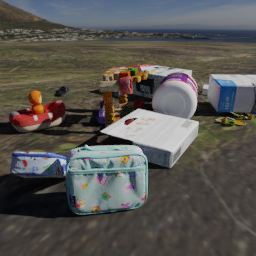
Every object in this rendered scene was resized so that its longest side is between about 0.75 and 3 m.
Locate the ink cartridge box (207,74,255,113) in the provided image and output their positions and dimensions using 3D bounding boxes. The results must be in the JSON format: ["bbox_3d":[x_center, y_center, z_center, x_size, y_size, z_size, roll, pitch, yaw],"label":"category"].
[{"bbox_3d":[4.739,-1.414,11.151,2.708,1.163,1.983,3,22,4],"label":"ink cartridge box"}]

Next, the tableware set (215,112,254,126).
[{"bbox_3d":[3.901,-0.343,10.049,1.382,0.212,0.931,-9,23,-23],"label":"tableware set"}]

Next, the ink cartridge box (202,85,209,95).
[{"bbox_3d":[3.980,-1.869,13.758,0.586,0.339,0.803,7,23,18],"label":"ink cartridge box"}]

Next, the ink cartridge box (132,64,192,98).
[{"bbox_3d":[1.376,-2.277,13.635,2.846,1.178,2.074,18,27,38],"label":"ink cartridge box"}]

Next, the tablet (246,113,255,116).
[{"bbox_3d":[4.947,-0.758,11.240,1.036,0.109,1.592,-3,22,-7],"label":"tablet"}]

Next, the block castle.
[{"bbox_3d":[0.055,-1.102,9.725,1.339,1.907,2.854,-2,20,11],"label":"block castle"}]

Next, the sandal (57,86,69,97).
[{"bbox_3d":[-3.186,-1.861,13.805,0.513,0.289,1.350,-3,22,-9],"label":"sandal"}]

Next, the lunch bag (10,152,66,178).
[{"bbox_3d":[-1.732,0.800,5.966,1.127,0.532,1.407,0,-10,6],"label":"lunch bag"}]

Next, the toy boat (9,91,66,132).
[{"bbox_3d":[-3.045,-0.658,9.456,1.862,1.217,1.215,-15,26,-33],"label":"toy boat"}]

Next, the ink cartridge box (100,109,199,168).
[{"bbox_3d":[0.702,0.173,8.179,2.109,0.529,2.430,13,25,26],"label":"ink cartridge box"}]

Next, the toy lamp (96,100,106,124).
[{"bbox_3d":[-0.894,-0.589,10.290,0.525,0.525,1.803,-1,21,-2],"label":"toy lamp"}]

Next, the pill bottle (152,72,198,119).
[{"bbox_3d":[1.837,-1.245,10.535,1.523,1.523,2.709,5,22,13],"label":"pill bottle"}]

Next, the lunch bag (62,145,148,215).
[{"bbox_3d":[-0.430,0.937,5.309,1.591,1.276,0.613,-3,21,-10],"label":"lunch bag"}]
